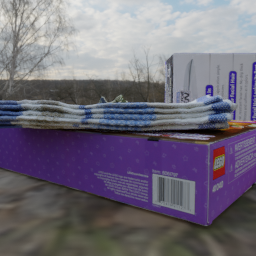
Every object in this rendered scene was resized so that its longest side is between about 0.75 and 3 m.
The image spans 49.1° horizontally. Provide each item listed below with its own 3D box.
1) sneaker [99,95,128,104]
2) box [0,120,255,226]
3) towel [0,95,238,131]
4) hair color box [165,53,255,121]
[{"bbox_3d":[-0.150,-0.801,11.177,2.300,1.032,0.771,-3,6,-28],"label":"sneaker"},{"bbox_3d":[-0.033,0.177,3.271,2.864,0.560,1.960,4,7,38],"label":"box"},{"bbox_3d":[-0.143,-0.185,2.808,2.132,0.254,1.566,0,6,12],"label":"towel"},{"bbox_3d":[1.957,-0.381,4.427,2.698,1.475,0.874,0,6,-2],"label":"hair color box"}]
